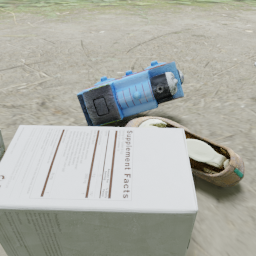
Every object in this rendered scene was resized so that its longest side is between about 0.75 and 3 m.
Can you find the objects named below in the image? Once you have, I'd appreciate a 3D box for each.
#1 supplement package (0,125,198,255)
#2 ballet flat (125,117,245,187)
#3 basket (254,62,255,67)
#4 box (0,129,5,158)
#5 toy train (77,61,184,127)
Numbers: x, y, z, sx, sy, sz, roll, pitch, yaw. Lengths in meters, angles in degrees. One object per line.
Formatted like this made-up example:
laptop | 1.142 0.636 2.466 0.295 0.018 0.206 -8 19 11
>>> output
supplement package | -0.399 0.930 3.877 2.355 1.428 1.410 2 40 2
ballet flat | 0.929 0.290 5.674 2.837 0.966 0.954 19 -8 32
basket | 4.724 -1.699 8.137 1.336 1.074 1.324 -40 44 9
box | -3.384 0.439 6.046 1.142 0.557 0.710 -3 30 -5
toy train | 0.100 -0.871 7.108 2.694 1.168 1.539 -14 16 13
